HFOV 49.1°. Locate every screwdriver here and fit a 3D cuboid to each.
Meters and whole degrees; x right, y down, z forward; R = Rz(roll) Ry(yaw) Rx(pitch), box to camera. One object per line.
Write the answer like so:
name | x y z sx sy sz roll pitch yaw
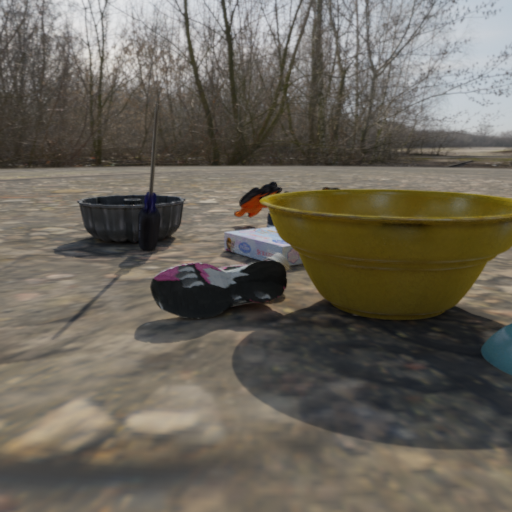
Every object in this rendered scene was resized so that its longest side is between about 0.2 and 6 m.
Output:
screwdriver | -1.830 -1.324 9.895 0.412 2.953 0.430 11 33 -2

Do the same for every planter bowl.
planter bowl | 1.671 -0.040 7.006 3.254 1.355 3.254 -1 12 0

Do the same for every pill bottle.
pill bottle | 0.148 0.231 7.725 0.602 0.340 0.340 -35 29 -28

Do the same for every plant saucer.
plant saucer | 2.914 0.872 5.254 1.479 0.266 1.479 0 12 0

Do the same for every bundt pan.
bundt pan | -2.643 -0.804 12.051 2.269 0.851 2.269 0 12 0

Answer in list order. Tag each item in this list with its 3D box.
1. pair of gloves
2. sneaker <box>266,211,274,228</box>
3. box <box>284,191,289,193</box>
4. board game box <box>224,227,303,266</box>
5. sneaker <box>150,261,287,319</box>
pair of gloves | 0.697 -1.305 13.421 2.247 0.278 2.002 1 -15 -23
sneaker | 1.021 -0.808 12.132 0.848 0.858 2.161 -10 17 -42
box | 1.745 -1.429 15.796 2.282 0.568 1.799 3 13 14
board game box | 0.645 -0.234 10.398 1.826 0.377 1.830 -8 14 -34
sneaker | -0.490 0.429 6.946 1.666 0.669 0.719 0 -6 -21
